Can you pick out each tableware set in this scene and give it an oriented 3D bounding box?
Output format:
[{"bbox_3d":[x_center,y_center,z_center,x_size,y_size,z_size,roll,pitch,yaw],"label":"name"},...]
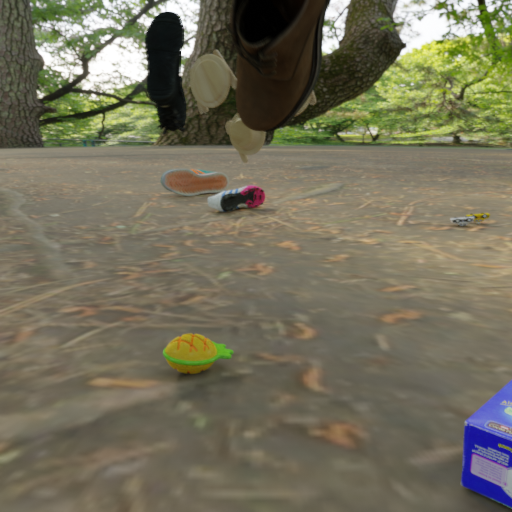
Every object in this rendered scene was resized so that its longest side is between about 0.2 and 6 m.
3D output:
[{"bbox_3d":[-0.155,-4.014,13.221,3.299,2.756,0.383,-32,-7,38],"label":"tableware set"}]

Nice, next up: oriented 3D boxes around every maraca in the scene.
[{"bbox_3d":[-0.524,0.879,5.079,0.651,0.348,0.446,-1,17,-34],"label":"maraca"}]

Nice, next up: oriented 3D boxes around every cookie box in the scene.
[{"bbox_3d":[2.070,1.190,3.498,1.088,0.478,1.272,13,19,43],"label":"cookie box"}]

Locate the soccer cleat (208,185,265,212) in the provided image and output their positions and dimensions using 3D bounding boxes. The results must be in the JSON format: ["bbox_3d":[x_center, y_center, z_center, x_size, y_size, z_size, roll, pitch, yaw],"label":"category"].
[{"bbox_3d":[-0.500,-1.478,14.168,0.728,0.589,1.686,12,18,41],"label":"soccer cleat"}]

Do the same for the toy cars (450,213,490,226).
[{"bbox_3d":[4.612,-0.760,12.065,0.986,0.218,0.442,-12,11,-29],"label":"toy cars"}]

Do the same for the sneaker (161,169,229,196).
[{"bbox_3d":[-1.982,-2.235,17.001,2.267,0.809,0.906,-2,10,-39],"label":"sneaker"}]

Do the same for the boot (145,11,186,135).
[{"bbox_3d":[-1.577,-3.262,10.246,0.670,1.810,1.483,2,-9,2],"label":"boot"}]

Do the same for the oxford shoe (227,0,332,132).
[{"bbox_3d":[0.097,-2.108,5.343,0.969,2.667,1.126,38,59,12],"label":"oxford shoe"}]
